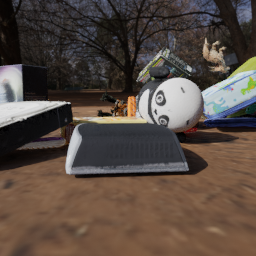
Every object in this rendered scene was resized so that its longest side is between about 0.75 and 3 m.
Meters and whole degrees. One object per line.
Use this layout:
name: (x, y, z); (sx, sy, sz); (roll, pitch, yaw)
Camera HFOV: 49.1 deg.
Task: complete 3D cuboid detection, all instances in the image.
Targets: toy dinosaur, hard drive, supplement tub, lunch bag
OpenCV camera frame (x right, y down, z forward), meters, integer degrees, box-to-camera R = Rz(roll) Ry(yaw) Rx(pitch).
toy dinosaur: (-0.566, -0.908, 15.160); (1.987, 1.496, 2.928); (13, -18, -18)
toy dinosaur: (2.802, -2.334, 9.254); (0.554, 1.291, 0.875); (-33, -20, -18)
hard drive: (-0.123, 0.230, 4.701); (1.725, 0.541, 2.558); (-1, 5, -6)
supplement tub: (1.044, -0.569, 9.504); (2.055, 1.259, 1.259); (-1, 5, -5)
lunch bag: (3.198, -1.019, 9.049); (1.904, 0.977, 2.369); (-25, 3, 9)
hard drive: (-2.444, -0.005, 4.956); (1.838, 0.498, 2.631); (2, 18, 23)

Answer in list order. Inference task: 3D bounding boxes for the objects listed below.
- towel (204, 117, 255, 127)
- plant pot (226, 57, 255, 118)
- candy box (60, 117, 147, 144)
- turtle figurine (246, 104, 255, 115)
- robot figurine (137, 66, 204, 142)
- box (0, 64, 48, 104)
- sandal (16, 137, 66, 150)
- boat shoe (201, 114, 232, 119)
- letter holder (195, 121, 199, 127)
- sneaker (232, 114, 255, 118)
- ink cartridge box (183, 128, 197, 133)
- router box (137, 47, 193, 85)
towel: (4.248, -0.237, 11.553); (2.091, 0.344, 2.888); (0, 3, 17)
plant pot: (4.978, -1.503, 12.149); (2.461, 2.303, 2.303); (-29, 13, -12)
candy box: (-0.640, 0.026, 6.846); (1.982, 0.548, 1.144); (-1, 6, -15)
turtle figurine: (5.751, -0.637, 11.037); (2.335, 1.748, 1.176); (20, -43, -15)
robot figurine: (0.910, -0.558, 6.576); (1.496, 1.243, 1.992); (33, -1, -17)
box: (-4.753, -1.371, 11.876); (2.426, 2.406, 1.495); (2, 5, 28)
sandal: (-2.103, 0.210, 5.765); (1.594, 0.392, 0.649); (-1, 5, -13)
boat shoe: (4.461, -0.634, 13.943); (2.138, 0.766, 0.814); (7, -9, -2)
letter holder: (2.180, -0.480, 11.119); (0.831, 1.174, 1.652); (-31, 3, 23)
sneaker: (5.655, -0.590, 13.352); (1.608, 0.606, 0.637); (8, -16, -29)
ink cartridge box: (1.277, -0.110, 8.149); (1.403, 0.472, 0.815); (-3, 7, 15)
router box: (1.353, -2.048, 10.631); (1.332, 0.552, 1.777); (30, -35, -15)
